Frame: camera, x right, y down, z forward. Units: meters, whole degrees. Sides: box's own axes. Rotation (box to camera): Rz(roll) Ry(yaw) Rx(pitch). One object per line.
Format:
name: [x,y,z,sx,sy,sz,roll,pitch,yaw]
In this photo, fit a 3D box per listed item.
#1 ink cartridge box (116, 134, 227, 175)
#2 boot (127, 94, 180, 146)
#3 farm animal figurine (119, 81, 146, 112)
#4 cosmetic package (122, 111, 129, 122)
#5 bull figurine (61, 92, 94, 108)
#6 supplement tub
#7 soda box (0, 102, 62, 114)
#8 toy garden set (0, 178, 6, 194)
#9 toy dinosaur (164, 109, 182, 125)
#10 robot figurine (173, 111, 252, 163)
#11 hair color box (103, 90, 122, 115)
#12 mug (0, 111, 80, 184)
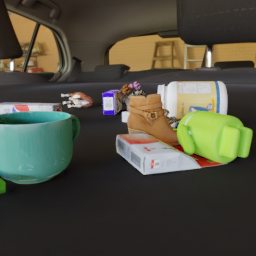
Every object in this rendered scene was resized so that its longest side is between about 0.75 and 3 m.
ink cartridge box: [1.026,0.519,6.944,2.218,0.556,1.799,-6,14,-20]
boot: [0.952,-0.255,8.213,1.944,1.504,0.716,-1,9,-6]
farm animal figurine: [0.270,-1.525,14.842,1.041,1.672,2.071,-40,-8,25]
cosmetic package: [0.176,-0.447,11.823,0.866,0.440,0.321,8,14,32]
bull figurine: [-3.064,-1.708,16.918,1.571,0.843,2.588,-8,13,-30]
supplement tub: [2.365,-0.879,10.637,2.439,1.764,1.764,1,12,8]
soda box: [-4.078,-0.573,11.401,2.654,0.842,0.906,2,12,11]
toy garden set: [-3.584,1.036,4.728,2.059,0.493,2.470,-9,15,-44]
toy dinosaur: [1.308,-0.233,9.124,1.716,0.499,0.867,-17,-26,-1]
robot figurine: [2.018,0.175,6.885,1.700,1.121,1.937,-2,12,-32]
hair color box: [-0.778,-1.374,14.624,0.653,1.101,2.014,0,12,8]
mug: [-1.837,0.371,5.865,2.035,1.259,1.672,-5,13,-24]
